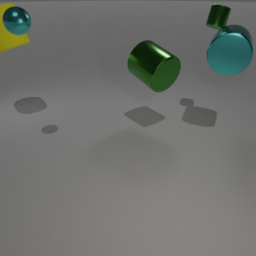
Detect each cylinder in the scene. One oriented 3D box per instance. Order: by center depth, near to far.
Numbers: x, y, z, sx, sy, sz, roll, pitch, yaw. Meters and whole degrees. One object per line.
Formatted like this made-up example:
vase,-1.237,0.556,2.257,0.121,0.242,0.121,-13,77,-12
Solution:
cylinder,3.448,-2.639,9.434,1.400,1.400,1.400,10,32,18
cylinder,3.222,-3.950,9.997,0.700,0.700,0.700,14,15,-4
cylinder,-4.487,-3.551,10.071,1.400,1.400,1.400,-16,22,6
cylinder,0.928,-2.221,10.076,1.400,1.400,1.400,-21,50,-34

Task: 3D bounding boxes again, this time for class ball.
ball,-2.870,-2.771,7.250,0.700,0.700,0.700,0,28,0
